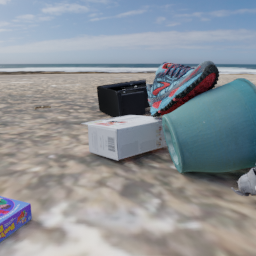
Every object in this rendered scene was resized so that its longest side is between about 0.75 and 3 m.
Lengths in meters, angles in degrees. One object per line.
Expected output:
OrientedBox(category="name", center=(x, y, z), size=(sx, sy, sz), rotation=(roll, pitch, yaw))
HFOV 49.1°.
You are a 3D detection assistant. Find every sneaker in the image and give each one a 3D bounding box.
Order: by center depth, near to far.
OrientedBox(category="sneaker", center=(1.083, -1.111, 6.775), size=(1.003, 1.208, 2.530), rotation=(-16, -8, -28))

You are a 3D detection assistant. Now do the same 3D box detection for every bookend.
OrientedBox(category="bookend", center=(0.249, -1.341, 12.446), size=(2.565, 1.189, 2.582), rotation=(-12, 18, -21))

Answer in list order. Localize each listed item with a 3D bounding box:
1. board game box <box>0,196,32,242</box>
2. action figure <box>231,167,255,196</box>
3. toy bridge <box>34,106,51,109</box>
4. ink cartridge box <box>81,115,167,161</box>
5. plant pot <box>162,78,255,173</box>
OrientedBox(category="board game box", center=(-2.077, 1.359, 3.858), size=(0.825, 0.275, 1.227), rotation=(6, 15, 22))
OrientedBox(category="action figure", center=(3.031, 0.949, 4.311), size=(2.719, 0.943, 1.769), rotation=(-5, 18, 21))
OrientedBox(category="toy bridge", center=(-4.265, -1.032, 13.975), size=(0.794, 0.108, 0.267), rotation=(-9, 15, -31))
OrientedBox(category="ink cartridge box", center=(-0.079, 0.167, 7.589), size=(1.876, 0.786, 1.647), rotation=(-11, 13, -40))
OrientedBox(category="plant pot", center=(1.765, 0.117, 6.007), size=(1.815, 1.931, 1.931), rotation=(-16, 15, -1))
